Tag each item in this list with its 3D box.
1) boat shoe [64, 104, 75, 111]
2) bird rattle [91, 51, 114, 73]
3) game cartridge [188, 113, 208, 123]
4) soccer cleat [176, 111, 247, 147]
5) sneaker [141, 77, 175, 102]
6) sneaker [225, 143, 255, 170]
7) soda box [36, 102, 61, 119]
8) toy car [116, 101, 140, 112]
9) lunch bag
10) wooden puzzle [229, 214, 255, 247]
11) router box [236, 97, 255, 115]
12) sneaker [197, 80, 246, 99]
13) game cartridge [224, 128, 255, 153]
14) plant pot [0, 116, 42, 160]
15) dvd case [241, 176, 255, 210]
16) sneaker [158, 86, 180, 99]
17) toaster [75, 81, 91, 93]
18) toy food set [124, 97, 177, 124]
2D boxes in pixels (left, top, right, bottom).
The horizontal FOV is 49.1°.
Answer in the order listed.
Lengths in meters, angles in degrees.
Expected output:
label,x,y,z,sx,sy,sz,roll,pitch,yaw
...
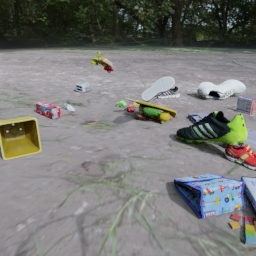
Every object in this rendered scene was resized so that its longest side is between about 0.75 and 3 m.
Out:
label,x,y,z,sx,sy,sz,roll,pitch,yaw
boat shoe,-2.910,-1.032,13.846,0.297,0.272,0.827,-16,26,-36
bird rattle,-0.978,-2.668,11.708,1.047,0.590,0.853,37,-8,-28
game cartridge,3.224,-0.387,12.261,0.836,0.247,1.289,1,21,-10
soccer cleat,2.745,-0.018,9.503,0.921,1.105,2.727,-11,7,-36
sneaker,1.091,-1.430,10.353,1.341,0.526,0.532,-30,-5,3
sneaker,3.651,0.821,8.515,1.472,0.625,0.567,18,27,38
soda box,-3.699,-0.831,12.985,0.460,0.508,1.452,-20,28,-41
toy car,-0.034,-1.194,14.221,1.284,0.304,1.364,11,23,25
lunch bag,1.915,1.503,6.925,1.134,0.709,1.506,-7,10,-16
wooden puzzle,2.860,2.164,5.739,1.498,0.105,0.889,8,22,19
router box,5.582,-1.068,13.332,0.193,0.708,0.789,-15,26,-34
sneaker,5.347,-2.019,15.807,2.733,1.018,1.190,-7,34,-3
game cartridge,4.607,0.671,9.248,1.578,0.467,2.434,-20,28,-33
plant pot,-3.741,0.222,9.418,1.216,1.208,1.244,-12,18,-29
dvd case,3.757,1.824,6.250,1.786,0.220,2.504,4,19,5
sneaker,2.176,-2.090,15.983,1.631,0.713,0.602,-2,21,-6
toaster,-2.813,-2.541,17.349,1.000,0.568,0.646,21,31,29
toy food set,0.982,-0.663,12.441,2.345,0.766,1.379,17,3,34
